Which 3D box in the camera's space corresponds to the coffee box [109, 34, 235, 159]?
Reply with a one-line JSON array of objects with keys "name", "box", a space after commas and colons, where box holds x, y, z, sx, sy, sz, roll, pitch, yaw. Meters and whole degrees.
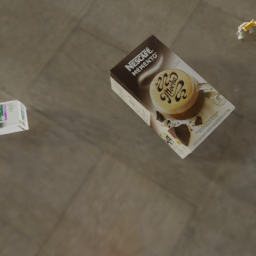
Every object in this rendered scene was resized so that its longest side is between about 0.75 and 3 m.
[{"name": "coffee box", "box": [1.007, -0.784, 7.076, 1.548, 1.093, 2.738, -43, 79, -11]}]

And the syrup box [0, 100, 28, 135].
[{"name": "syrup box", "box": [-3.461, -0.178, 7.140, 1.623, 0.661, 0.639, -11, 76, -2]}]

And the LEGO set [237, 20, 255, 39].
[{"name": "LEGO set", "box": [3.602, -2.904, 8.122, 1.012, 0.377, 0.466, -14, 110, -9]}]
